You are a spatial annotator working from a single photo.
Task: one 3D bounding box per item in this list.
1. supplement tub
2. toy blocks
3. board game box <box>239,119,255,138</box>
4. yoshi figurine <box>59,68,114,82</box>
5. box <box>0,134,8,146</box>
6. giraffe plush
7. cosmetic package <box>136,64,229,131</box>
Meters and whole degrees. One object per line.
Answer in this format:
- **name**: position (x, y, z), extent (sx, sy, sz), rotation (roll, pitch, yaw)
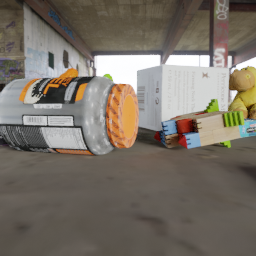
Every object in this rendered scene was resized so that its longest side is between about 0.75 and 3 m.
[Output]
- **supplement tub**: position (-0.939, -0.206, 4.596), extent (2.063, 1.264, 1.264), rotation (1, 6, 17)
- **toy blocks**: position (1.178, 0.015, 5.296), extent (1.250, 0.914, 1.829), rotation (-12, 6, -4)
- **board game box**: position (2.705, -0.024, 7.223), extent (1.567, 0.368, 1.183), rotation (-4, 7, -37)
- **yoshi figurine**: position (-0.989, -1.112, 9.718), extent (2.816, 1.577, 1.583), rotation (26, -4, 25)
- **box**: position (-3.007, 0.151, 5.483), extent (1.519, 0.384, 2.125), rotation (3, 5, 31)
- **giraffe plush**: position (4.071, -1.115, 9.472), extent (2.225, 2.091, 2.578), rotation (4, 7, 33)
- **cosmetic package**: position (1.566, -0.887, 8.495), extent (2.199, 1.840, 1.829), rotation (-2, 6, -22)
